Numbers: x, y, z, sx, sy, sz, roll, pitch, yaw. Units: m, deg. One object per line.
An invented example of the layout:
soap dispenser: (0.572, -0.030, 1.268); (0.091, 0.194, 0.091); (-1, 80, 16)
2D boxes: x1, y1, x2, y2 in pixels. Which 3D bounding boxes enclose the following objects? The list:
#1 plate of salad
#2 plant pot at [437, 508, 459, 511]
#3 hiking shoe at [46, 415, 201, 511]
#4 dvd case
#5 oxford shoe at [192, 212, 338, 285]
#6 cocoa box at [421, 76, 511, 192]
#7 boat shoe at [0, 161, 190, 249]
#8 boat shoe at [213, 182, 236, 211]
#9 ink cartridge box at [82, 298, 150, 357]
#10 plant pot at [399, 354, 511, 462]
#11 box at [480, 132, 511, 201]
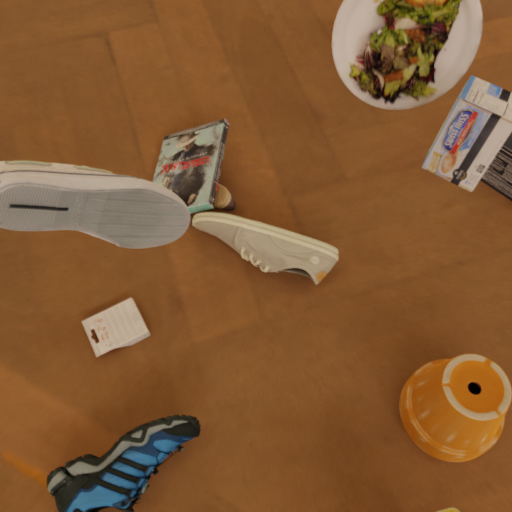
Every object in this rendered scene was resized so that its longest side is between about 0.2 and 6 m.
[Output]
plate of salad: (2.458, -3.508, 9.100); (2.425, 2.425, 0.582); (1, 35, 1)
plant pot: (2.036, 4.512, 7.480); (1.673, 1.476, 1.673); (-12, 60, -6)
hiking shoe: (-1.886, 3.329, 8.591); (2.481, 0.923, 1.075); (-27, 68, -3)
dvd case: (-1.418, -1.760, 11.470); (1.599, 0.241, 2.190); (-9, 55, 27)
oxford shoe: (0.083, -0.160, 10.545); (2.894, 1.088, 0.836); (18, 86, 10)
cocoa box: (3.257, -1.844, 8.492); (0.872, 1.330, 0.887); (28, 48, 9)
boat shoe: (-2.179, -0.818, 7.443); (2.798, 1.029, 0.934); (9, 31, -43)
boat shoe: (-0.986, -1.350, 11.459); (0.582, 0.525, 1.620); (-50, 50, -3)
ink cartridge box: (-2.523, 1.308, 10.094); (0.986, 0.247, 0.793); (-27, 63, -10)
plant pot: (3.214, 2.258, 8.791); (1.614, 1.478, 1.614); (0, 59, 0)
box: (5.230, -1.900, 11.409); (1.168, 1.158, 0.720); (41, 68, 20)
